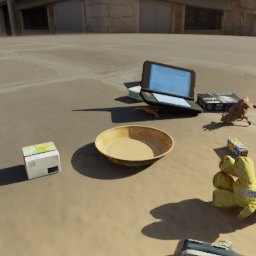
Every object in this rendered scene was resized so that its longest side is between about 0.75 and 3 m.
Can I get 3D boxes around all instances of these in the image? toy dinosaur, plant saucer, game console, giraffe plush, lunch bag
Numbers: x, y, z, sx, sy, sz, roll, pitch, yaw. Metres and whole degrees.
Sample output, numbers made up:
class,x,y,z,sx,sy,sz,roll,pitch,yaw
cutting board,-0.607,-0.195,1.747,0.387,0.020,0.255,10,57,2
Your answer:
class,x,y,z,sx,sy,sz,roll,pitch,yaw
toy dinosaur,4.709,-0.821,11.761,1.129,1.667,0.715,33,-13,-18
plant saucer,0.210,0.618,9.426,2.616,0.463,2.616,0,24,0
toy dinosaur,0.916,-0.875,12.841,1.489,0.450,0.791,21,33,40
game console,2.082,-1.953,13.155,2.797,1.628,2.460,9,21,-10
giraffe plush,3.038,1.486,6.736,1.333,1.418,1.644,14,8,-21
lunch bag,0.673,-1.826,14.907,1.296,0.499,1.039,21,34,40

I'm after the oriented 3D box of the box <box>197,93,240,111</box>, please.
class,x,y,z,sx,sy,sz,roll,pitch,yaw
box,4.517,-1.294,13.808,1.909,0.416,1.530,0,24,-1

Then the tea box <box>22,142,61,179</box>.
class,x,y,z,sx,sy,sz,roll,pitch,yaw
tea box,-2.623,0.954,8.453,0.953,0.637,0.937,-12,26,-24

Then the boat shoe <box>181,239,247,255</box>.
class,x,y,z,sx,sy,sz,roll,pitch,yaw
boat shoe,1.778,2.427,5.298,1.494,0.559,0.462,-1,33,21

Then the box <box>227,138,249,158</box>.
class,x,y,z,sx,sy,sz,roll,pitch,yaw
box,3.687,0.674,9.466,0.305,0.333,0.950,-2,24,-5
